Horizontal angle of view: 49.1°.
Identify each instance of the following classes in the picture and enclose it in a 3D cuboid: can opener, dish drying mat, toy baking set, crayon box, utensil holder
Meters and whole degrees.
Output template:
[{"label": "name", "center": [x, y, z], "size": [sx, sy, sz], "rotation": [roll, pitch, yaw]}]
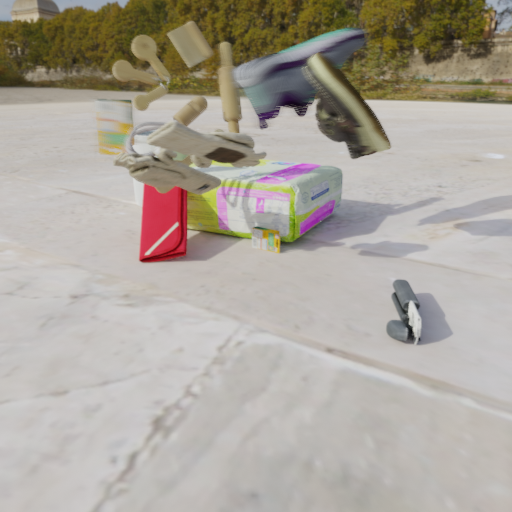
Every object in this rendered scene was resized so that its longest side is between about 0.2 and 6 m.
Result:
[{"label": "can opener", "center": [2.286, 0.851, 8.916], "size": [0.578, 0.461, 1.729], "rotation": [2, 19, 3]}, {"label": "dish drying mat", "center": [-2.011, -1.014, 12.203], "size": [1.042, 0.247, 2.712], "rotation": [-13, 51, 8]}, {"label": "toy baking set", "center": [-1.509, -3.053, 11.504], "size": [2.617, 3.410, 0.397], "rotation": [-11, 3, -21]}, {"label": "crayon box", "center": [-3.019, -2.755, 12.004], "size": [0.715, 1.137, 0.293], "rotation": [2, 22, 2]}, {"label": "utensil holder", "center": [-2.646, -2.473, 15.675], "size": [1.704, 2.005, 1.704], "rotation": [0, 21, 0]}, {"label": "crayon box", "center": [0.250, -0.347, 12.152], "size": [0.727, 0.457, 0.188], "rotation": [15, 25, 33]}]

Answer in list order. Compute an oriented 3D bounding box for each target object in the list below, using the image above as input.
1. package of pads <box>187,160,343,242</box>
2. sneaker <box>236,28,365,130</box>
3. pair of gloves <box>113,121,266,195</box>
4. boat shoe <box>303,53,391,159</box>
[{"label": "package of pads", "center": [-0.308, -1.545, 14.023], "size": [4.171, 1.422, 3.222], "rotation": [9, 21, 25]}, {"label": "sneaker", "center": [1.052, -3.678, 11.559], "size": [3.094, 1.354, 1.151], "rotation": [-27, 18, -21]}, {"label": "pair of gloves", "center": [-1.209, -1.762, 10.026], "size": [2.105, 0.434, 2.476], "rotation": [7, -15, -35]}, {"label": "boat shoe", "center": [1.608, -2.581, 10.459], "size": [2.984, 0.967, 1.093], "rotation": [31, 33, -50]}]
